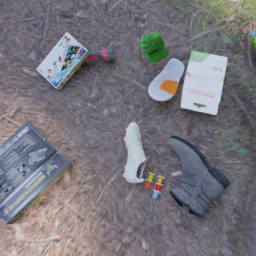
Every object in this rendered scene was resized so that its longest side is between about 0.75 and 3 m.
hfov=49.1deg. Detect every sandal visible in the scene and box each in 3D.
[{"bbox_3d":[1.579,-1.837,11.473,0.986,0.737,2.573,36,55,0],"label":"sandal"}]

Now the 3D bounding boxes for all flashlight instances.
[{"bbox_3d":[-1.400,-3.002,11.866,1.656,0.563,0.561,-10,78,5],"label":"flashlight"}]

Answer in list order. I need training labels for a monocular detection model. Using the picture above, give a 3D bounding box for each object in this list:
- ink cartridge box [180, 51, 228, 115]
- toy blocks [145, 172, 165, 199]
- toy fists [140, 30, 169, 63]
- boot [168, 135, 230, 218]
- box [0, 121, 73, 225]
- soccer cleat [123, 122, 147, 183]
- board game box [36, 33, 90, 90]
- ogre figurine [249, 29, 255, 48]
[{"bbox_3d":[2.990,-1.680,11.260,1.488,0.855,2.541,13,74,8],"label":"ink cartridge box"},{"bbox_3d":[0.935,2.138,10.403,0.684,0.298,0.821,19,75,5],"label":"toy blocks"},{"bbox_3d":[0.981,-3.109,10.875,0.866,1.699,0.584,-28,70,11],"label":"toy fists"},{"bbox_3d":[2.116,1.739,10.202,1.857,0.985,2.821,-44,74,-9],"label":"boot"},{"bbox_3d":[-3.954,1.589,10.339,2.374,0.725,2.998,42,77,12],"label":"box"},{"bbox_3d":[0.323,0.907,10.306,0.865,0.773,2.231,0,86,37],"label":"soccer cleat"},{"bbox_3d":[-2.683,-2.755,11.572,1.276,0.350,2.022,43,96,12],"label":"board game box"},{"bbox_3d":[6.069,-3.935,11.857,2.347,1.151,1.407,-42,89,0],"label":"ogre figurine"}]
